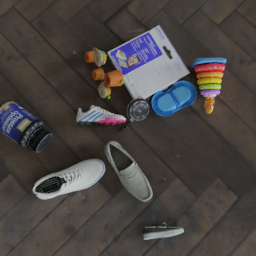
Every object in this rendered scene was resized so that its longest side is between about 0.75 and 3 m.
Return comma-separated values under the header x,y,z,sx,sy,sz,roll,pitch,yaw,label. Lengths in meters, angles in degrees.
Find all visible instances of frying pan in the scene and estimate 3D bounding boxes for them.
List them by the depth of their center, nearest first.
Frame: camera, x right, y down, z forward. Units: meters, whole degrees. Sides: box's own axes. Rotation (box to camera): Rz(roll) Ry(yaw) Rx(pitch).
x,y,z,sx,sy,sz,roll,pitch,yaw,label
0.164,-0.548,11.210,1.646,0.268,0.995,-31,119,-8,frying pan

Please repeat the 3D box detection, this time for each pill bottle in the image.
x,y,z,sx,sy,sz,roll,pitch,yaw,label
-4.095,-0.034,10.879,2.173,1.215,1.215,34,82,6,pill bottle

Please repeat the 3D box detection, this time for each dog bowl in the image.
x,y,z,sx,sy,sz,roll,pitch,yaw,label
1.858,-1.156,11.457,1.906,0.473,1.063,-28,81,-4,dog bowl

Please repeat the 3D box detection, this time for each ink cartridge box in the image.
x,y,z,sx,sy,sz,roll,pitch,yaw,label
0.836,-2.624,11.668,2.535,0.550,2.511,-29,81,-3,ink cartridge box

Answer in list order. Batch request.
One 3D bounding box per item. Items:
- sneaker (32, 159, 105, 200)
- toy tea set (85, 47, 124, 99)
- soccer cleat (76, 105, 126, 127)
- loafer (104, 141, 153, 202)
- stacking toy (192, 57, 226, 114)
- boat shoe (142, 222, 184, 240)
x,y,z,sx,sy,sz,roll,pitch,yaw,label
-2.209,1.993,10.606,2.859,1.012,1.044,-25,81,-4,sneaker
-0.907,-2.399,11.440,0.841,1.351,2.271,-17,79,-34,toy tea set
-1.091,-0.525,11.229,1.982,0.692,0.856,-2,80,0,soccer cleat
-0.017,1.659,10.705,0.939,0.937,2.686,-38,82,-6,loafer
3.299,-1.684,11.328,1.211,1.281,2.207,-1,91,0,stacking toy
1.310,3.809,10.504,1.574,0.556,0.501,-3,59,-10,boat shoe
